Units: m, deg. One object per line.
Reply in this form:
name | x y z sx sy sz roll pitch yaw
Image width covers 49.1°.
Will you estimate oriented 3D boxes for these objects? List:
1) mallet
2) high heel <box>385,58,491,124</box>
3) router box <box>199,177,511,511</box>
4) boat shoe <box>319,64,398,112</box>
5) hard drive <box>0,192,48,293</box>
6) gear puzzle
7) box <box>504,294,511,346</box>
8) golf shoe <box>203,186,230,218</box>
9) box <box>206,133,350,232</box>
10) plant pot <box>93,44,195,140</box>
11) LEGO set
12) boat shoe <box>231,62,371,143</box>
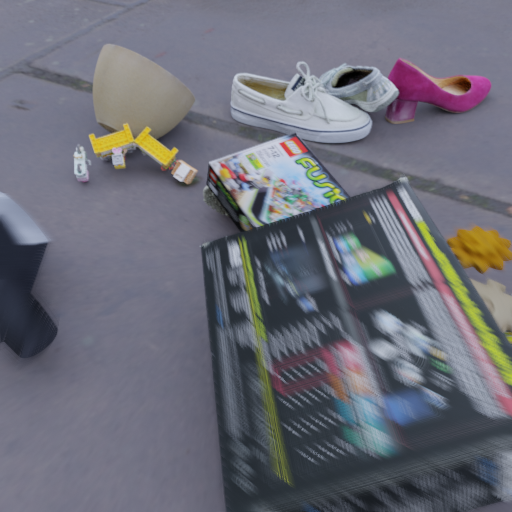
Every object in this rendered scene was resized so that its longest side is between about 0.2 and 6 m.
mallet | -3.671 1.501 6.479 0.969 0.605 2.942 37 59 10
high heel | 3.875 -3.680 11.603 2.758 1.323 0.929 -15 46 -15
router box | 0.930 0.907 5.797 2.647 1.097 3.532 -18 41 6
boat shoe | 1.944 -3.544 11.404 0.893 0.777 2.423 -42 32 2
hard drive | -3.554 -0.168 7.921 1.574 1.061 0.333 36 19 35
gear puzzle | 2.325 0.588 6.967 1.755 0.444 3.389 28 53 33
box | 2.751 1.620 6.684 2.432 0.597 1.961 -17 43 -15
golf shoe | -0.067 -1.071 9.457 1.670 0.654 0.812 5 44 -8
box | 0.711 -0.460 8.370 1.669 0.527 3.033 -25 63 -23
plant pot | -2.309 -2.869 10.637 1.938 1.938 1.301 25 86 24
LEGO set | -2.160 -1.771 10.263 2.215 0.824 1.019 3 79 -4
boat shoe | 0.880 -3.165 11.121 2.944 1.255 1.087 17 47 17
